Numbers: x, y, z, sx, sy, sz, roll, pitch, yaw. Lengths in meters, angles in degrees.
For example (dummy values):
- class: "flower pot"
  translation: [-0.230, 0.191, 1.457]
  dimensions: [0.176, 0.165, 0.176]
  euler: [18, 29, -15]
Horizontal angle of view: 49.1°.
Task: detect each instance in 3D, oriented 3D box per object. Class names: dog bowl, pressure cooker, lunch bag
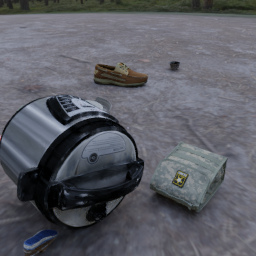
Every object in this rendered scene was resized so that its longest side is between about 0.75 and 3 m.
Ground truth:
- class: "dog bowl"
  translation: [-1.574, -0.465, 9.449]
  dimensions: [2.056, 0.603, 2.056]
  euler: [0, 28, 0]
- class: "pressure cooker"
  translation: [-1.019, 0.683, 5.559]
  dimensions: [2.546, 2.274, 2.239]
  euler: [27, 66, 41]
- class: "lunch bag"
  translation: [1.341, 1.084, 6.240]
  dimensions: [1.203, 0.863, 1.467]
  euler: [20, 40, 32]

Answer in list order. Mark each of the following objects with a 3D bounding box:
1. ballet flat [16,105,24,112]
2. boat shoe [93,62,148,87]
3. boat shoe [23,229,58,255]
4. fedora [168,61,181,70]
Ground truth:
- class: "ballet flat"
  translation: [-3.236, -0.311, 9.394]
  dimensions: [1.656, 0.558, 0.528]
  euler: [25, 64, 41]
- class: "boat shoe"
  translation: [-0.375, -2.513, 12.974]
  dimensions: [2.599, 0.960, 0.983]
  euler: [4, 28, 8]
- class: "boat shoe"
  translation: [-1.553, 2.037, 4.963]
  dimensions: [0.287, 0.288, 0.796]
  euler: [12, 4, 26]
- class: "fedora"
  translation: [2.545, -3.399, 15.314]
  dimensions: [0.728, 0.372, 0.824]
  euler: [5, 26, 7]
